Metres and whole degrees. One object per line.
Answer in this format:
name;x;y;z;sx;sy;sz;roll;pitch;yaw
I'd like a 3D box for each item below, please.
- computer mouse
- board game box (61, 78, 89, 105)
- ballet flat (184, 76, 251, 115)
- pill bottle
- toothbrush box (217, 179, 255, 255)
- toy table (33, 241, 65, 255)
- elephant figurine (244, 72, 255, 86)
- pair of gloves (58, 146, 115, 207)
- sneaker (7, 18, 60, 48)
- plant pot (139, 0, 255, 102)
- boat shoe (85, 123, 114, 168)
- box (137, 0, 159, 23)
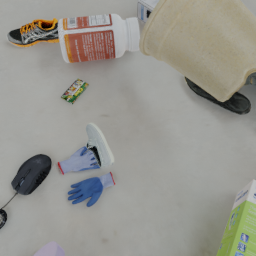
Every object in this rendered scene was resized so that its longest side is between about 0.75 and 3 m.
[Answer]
computer mouse;-3.184;1.801;7.683;0.825;0.479;2.814;31;66;15
board game box;-1.808;-1.263;9.575;0.495;0.111;0.945;30;65;13
ballet flat;2.901;-1.171;9.347;2.508;0.712;0.833;40;93;25
pill bottle;-0.981;-3.155;9.819;2.673;1.499;1.499;-6;61;-4
toothbrush box;3.350;3.049;6.545;2.113;1.249;2.902;24;65;13
toy table;-1.664;3.831;5.446;1.624;2.549;2.773;50;36;-9
elephant figurine;4.598;-1.734;9.171;1.735;1.583;2.237;1;40;-31
pair of gloves;-1.188;1.366;8.086;1.425;0.202;1.773;-22;62;-9
sneaker;-3.463;-3.643;10.468;2.168;0.837;0.849;-10;64;-4
plant pot;1.990;-1.987;6.554;2.583;2.583;2.365;-39;77;-19
boat shoe;-0.665;0.352;5.798;0.371;0.363;1.041;-18;68;-34
box;1.971;-4.277;10.772;2.962;0.891;1.728;39;68;19
